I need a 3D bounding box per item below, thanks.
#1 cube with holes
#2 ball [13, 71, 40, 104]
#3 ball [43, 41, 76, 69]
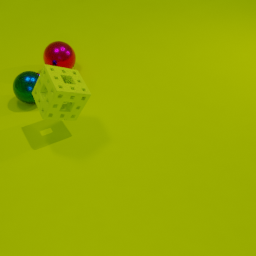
[{"bbox_3d":[-1.529,-0.780,6.385,0.855,0.855,0.855,1,47,-43],"label":"cube with holes"},{"bbox_3d":[-2.647,-1.097,7.598,0.894,0.894,0.894,0,43,0],"label":"ball"},{"bbox_3d":[-2.109,-2.173,8.651,0.988,0.988,0.988,0,43,0],"label":"ball"}]
